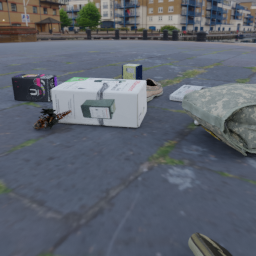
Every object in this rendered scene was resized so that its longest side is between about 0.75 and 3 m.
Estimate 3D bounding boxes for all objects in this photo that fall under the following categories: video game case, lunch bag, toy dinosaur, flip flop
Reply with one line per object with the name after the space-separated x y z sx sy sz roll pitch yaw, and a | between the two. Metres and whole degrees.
3.306 -1.528 12.795 2.192 0.282 2.411 9 22 24 | video game case
3.118 -0.333 7.870 2.778 1.633 2.279 -1 21 -15 | lunch bag
-2.465 -0.323 8.972 1.258 0.642 0.854 -44 1 -8 | toy dinosaur
1.153 2.039 3.091 0.909 0.645 2.242 38 6 -17 | flip flop

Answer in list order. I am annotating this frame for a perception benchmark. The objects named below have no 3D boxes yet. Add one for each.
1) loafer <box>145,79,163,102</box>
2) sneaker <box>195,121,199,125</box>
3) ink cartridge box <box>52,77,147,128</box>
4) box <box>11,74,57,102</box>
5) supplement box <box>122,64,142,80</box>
0.991 -1.860 12.825 0.971 0.849 2.700 9 23 21 | loafer
2.670 -0.327 9.596 0.941 0.416 0.354 -39 6 -29 | sneaker
-0.886 -1.000 10.069 2.950 1.240 2.153 4 22 10 | ink cartridge box
-4.077 -1.784 12.351 1.716 1.049 0.910 3 21 7 | box
0.226 -3.047 15.691 0.980 0.981 0.658 12 24 28 | supplement box
